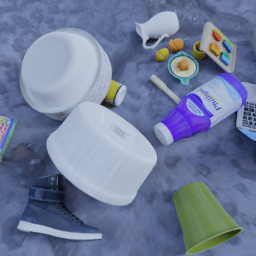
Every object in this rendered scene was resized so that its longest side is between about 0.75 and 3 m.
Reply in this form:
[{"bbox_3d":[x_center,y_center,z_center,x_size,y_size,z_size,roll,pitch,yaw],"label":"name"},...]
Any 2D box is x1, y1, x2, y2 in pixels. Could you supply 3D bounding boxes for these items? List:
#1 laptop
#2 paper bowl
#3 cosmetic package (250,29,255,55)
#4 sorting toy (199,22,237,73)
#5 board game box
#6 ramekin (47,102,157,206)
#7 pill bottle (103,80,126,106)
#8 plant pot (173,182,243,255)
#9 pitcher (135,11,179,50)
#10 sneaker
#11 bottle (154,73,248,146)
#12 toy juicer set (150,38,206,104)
[{"bbox_3d":[4.765,-0.311,8.155,2.678,1.657,2.860,13,67,5],"label":"laptop"},{"bbox_3d":[-2.013,-1.720,8.466,2.797,1.455,2.797,-5,74,18],"label":"paper bowl"},{"bbox_3d":[5.002,-2.638,9.641,0.936,0.790,1.752,-12,70,-1],"label":"cosmetic package"},{"bbox_3d":[3.146,-2.772,9.562,1.497,0.273,1.386,30,61,-21],"label":"sorting toy"},{"bbox_3d":[-4.240,0.372,8.633,1.091,0.236,1.622,11,67,5],"label":"board game box"},{"bbox_3d":[-0.550,0.514,7.090,2.673,2.673,1.303,41,104,16],"label":"ramekin"},{"bbox_3d":[-0.763,-1.272,9.071,1.291,0.723,0.723,25,69,11],"label":"pill bottle"},{"bbox_3d":[1.886,2.260,7.294,1.552,1.552,1.474,-18,55,-8],"label":"plant pot"},{"bbox_3d":[1.098,-3.444,9.977,1.433,0.869,1.229,-17,72,3],"label":"pitcher"},{"bbox_3d":[-1.677,2.108,7.544,2.252,0.856,1.627,10,70,5],"label":"sneaker"},{"bbox_3d":[2.183,-0.524,8.595,2.985,0.975,1.247,-31,63,-12],"label":"bottle"},{"bbox_3d":[1.587,-2.144,9.468,1.595,0.682,2.508,25,70,10],"label":"toy juicer set"}]
